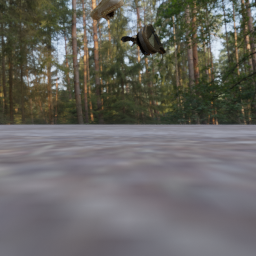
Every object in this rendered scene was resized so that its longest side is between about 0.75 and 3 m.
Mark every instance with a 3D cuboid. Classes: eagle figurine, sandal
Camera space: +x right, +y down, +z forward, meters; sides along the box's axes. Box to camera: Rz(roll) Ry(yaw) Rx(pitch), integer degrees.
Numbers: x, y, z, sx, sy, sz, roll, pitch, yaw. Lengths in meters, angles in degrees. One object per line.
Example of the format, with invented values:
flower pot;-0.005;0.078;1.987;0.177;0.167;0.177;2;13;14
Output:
eagle figurine;0.231;-3.952;12.596;0.952;0.718;0.722;43;0;22
sandal;0.648;-2.729;9.115;0.745;1.115;2.728;-25;13;20

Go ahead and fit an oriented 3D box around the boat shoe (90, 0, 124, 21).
boat shoe;-0.668;-3.711;8.850;0.633;0.594;1.718;-47;18;-18
